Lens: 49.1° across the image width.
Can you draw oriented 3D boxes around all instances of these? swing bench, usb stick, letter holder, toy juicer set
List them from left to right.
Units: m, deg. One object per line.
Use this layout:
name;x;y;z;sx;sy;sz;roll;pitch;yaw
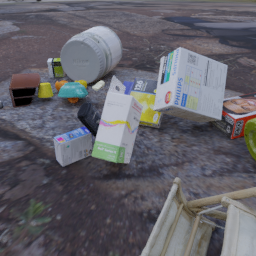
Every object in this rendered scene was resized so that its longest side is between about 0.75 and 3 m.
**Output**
letter holder;-4.172;-1.620;11.610;1.168;0.826;1.643;-8;32;-13
toy juicer set;-2.065;-1.502;11.578;2.978;0.810;1.895;5;17;24
usb stick;-0.806;0.006;7.808;0.329;2.020;0.560;15;68;28
swing bench;1.583;2.048;4.772;2.183;1.416;2.171;-5;25;31

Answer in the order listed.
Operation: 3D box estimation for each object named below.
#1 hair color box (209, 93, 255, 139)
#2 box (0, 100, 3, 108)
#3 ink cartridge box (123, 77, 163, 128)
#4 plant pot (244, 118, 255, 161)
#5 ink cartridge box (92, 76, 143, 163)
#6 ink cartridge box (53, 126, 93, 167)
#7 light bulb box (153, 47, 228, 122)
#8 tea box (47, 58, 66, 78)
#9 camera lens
hair color box;4.288;-0.530;9.778;2.672;0.818;1.356;-13;34;-20
box;-5.603;-1.002;11.112;0.929;0.283;1.153;-18;35;-32
ink cartridge box;0.451;-0.993;10.186;1.870;0.439;1.848;12;63;14
plant pot;4.449;0.167;7.770;1.971;2.047;2.047;-16;32;-2
ink cartridge box;-0.180;-0.178;7.537;0.724;2.151;1.260;13;-4;17
ink cartridge box;-1.468;0.493;8.044;1.198;0.817;0.457;-20;39;-31
light bulb box;2.029;-1.308;9.140;1.928;1.911;1.203;13;-9;-23
tea box;-3.534;-3.009;13.976;0.806;0.820;0.548;-3;31;-6
camera lens;-1.669;-3.554;13.511;2.232;2.232;2.791;10;33;16
